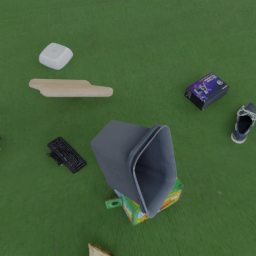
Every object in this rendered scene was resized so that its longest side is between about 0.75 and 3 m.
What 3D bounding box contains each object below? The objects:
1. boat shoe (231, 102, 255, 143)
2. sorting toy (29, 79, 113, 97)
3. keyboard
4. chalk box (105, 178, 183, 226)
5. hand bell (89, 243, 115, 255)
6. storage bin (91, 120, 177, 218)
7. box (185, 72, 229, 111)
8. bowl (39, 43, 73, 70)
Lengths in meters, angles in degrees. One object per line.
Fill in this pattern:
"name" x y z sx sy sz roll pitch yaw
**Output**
"boat shoe" 4.777 -0.347 11.397 0.792 0.654 2.115 29 61 18
"sorting toy" -2.253 -1.459 10.688 2.591 0.511 2.799 -3 16 -27
"keyboard" -2.437 1.027 10.697 1.745 0.346 0.908 39 65 24
"chalk box" 0.398 2.149 9.301 2.337 1.459 1.448 -26 60 -14
"hand bell" -1.160 4.547 8.251 0.998 0.998 1.916 23 73 14
"storage bin" 0.203 0.899 7.810 1.723 2.566 1.867 20 53 33
"box" 3.454 -1.621 12.278 1.554 0.613 1.097 -33 65 -20
"bowl" -3.544 -3.574 13.616 1.358 0.508 1.360 23 61 15
